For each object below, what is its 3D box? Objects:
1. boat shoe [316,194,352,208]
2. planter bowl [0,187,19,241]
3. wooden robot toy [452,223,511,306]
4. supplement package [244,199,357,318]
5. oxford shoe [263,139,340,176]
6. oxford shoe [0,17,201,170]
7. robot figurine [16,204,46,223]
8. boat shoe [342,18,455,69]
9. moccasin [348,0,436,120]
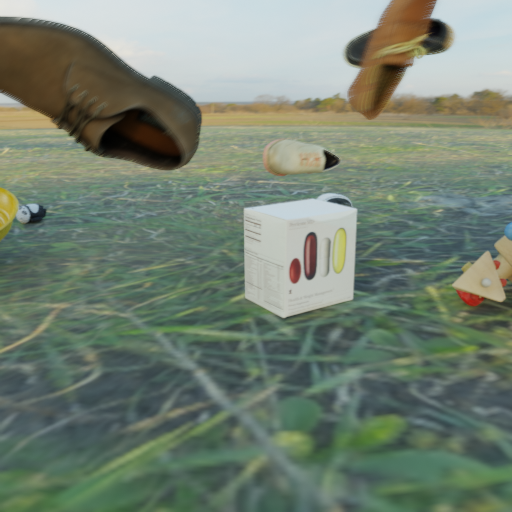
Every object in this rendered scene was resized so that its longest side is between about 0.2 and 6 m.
[{"bbox_3d":[1.206,-0.526,9.726,0.823,0.889,2.409,8,18,36],"label":"boat shoe"},{"bbox_3d":[-4.625,-0.258,8.483,2.090,0.870,2.090,2,34,-1],"label":"planter bowl"},{"bbox_3d":[3.631,0.339,7.091,3.180,1.401,1.443,-18,59,-48],"label":"wooden robot toy"},{"bbox_3d":[0.574,-0.017,7.350,1.196,1.251,0.920,-12,19,-33],"label":"supplement package"},{"bbox_3d":[0.907,-1.926,10.887,0.737,0.707,1.997,6,13,39],"label":"oxford shoe"},{"bbox_3d":[-2.168,-2.005,7.067,3.175,1.154,1.340,18,37,-18],"label":"oxford shoe"},{"bbox_3d":[-4.822,-0.916,12.000,0.471,0.391,0.627,-3,10,38],"label":"robot figurine"},{"bbox_3d":[2.300,-3.527,9.225,1.822,0.680,0.567,-1,2,23],"label":"boat shoe"},{"bbox_3d":[1.885,-2.759,7.642,0.692,1.891,0.730,6,42,-32],"label":"moccasin"}]
